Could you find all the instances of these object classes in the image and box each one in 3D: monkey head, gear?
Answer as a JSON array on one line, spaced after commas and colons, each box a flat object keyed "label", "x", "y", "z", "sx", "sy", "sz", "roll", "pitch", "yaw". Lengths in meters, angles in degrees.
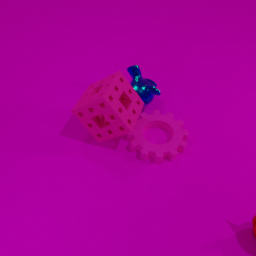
[{"label": "monkey head", "x": 0.254, "y": -1.180, "z": 8.182, "sx": 1.585, "sy": 1.140, "sz": 0.955, "roll": -10, "pitch": 34, "yaw": 33}, {"label": "gear", "x": 0.801, "y": 0.200, "z": 7.608, "sx": 1.608, "sy": 0.297, "sz": 1.608, "roll": 0, "pitch": 50, "yaw": 0}]

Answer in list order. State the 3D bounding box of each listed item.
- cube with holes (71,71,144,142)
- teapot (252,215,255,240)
[{"label": "cube with holes", "x": -0.489, "y": -0.533, "z": 7.236, "sx": 1.145, "sy": 1.145, "sz": 1.145, "roll": -18, "pitch": 33, "yaw": 36}, {"label": "teapot", "x": 2.912, "y": 2.102, "z": 5.656, "sx": 1.220, "sy": 0.597, "sz": 0.759, "roll": 42, "pitch": 35, "yaw": 0}]
